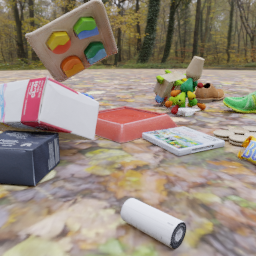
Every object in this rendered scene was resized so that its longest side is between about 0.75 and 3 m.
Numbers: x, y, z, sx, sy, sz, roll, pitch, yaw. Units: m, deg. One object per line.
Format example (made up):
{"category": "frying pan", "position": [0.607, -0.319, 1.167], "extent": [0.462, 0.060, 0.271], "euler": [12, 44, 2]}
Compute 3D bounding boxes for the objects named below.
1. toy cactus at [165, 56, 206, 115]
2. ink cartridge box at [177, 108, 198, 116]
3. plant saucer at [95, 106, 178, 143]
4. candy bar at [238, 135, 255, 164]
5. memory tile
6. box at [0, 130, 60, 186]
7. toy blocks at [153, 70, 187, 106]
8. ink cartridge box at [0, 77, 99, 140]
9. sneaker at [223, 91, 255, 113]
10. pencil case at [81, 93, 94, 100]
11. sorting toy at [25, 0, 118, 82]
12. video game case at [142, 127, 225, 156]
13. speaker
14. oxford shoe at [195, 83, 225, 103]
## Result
{"category": "toy cactus", "position": [2.767, -1.803, 12.172], "extent": [1.526, 2.462, 2.984], "euler": [28, 29, 24]}
{"category": "ink cartridge box", "position": [2.525, -0.707, 12.087], "extent": [0.941, 0.236, 0.757], "euler": [-5, 15, -37]}
{"category": "plant saucer", "position": [-0.149, -0.271, 9.847], "extent": [2.776, 0.509, 2.771], "euler": [-15, 21, -42]}
{"category": "candy bar", "position": [3.286, 0.769, 5.679], "extent": [0.307, 0.692, 2.774], "euler": [22, 6, -23]}
{"category": "memory tile", "position": [3.905, 0.366, 8.006], "extent": [1.901, 0.208, 2.480], "euler": [-7, 16, -26]}
{"category": "box", "position": [-2.329, 0.586, 6.013], "extent": [1.308, 0.781, 1.330], "euler": [2, 14, 8]}
{"category": "toy blocks", "position": [1.960, -1.874, 13.925], "extent": [1.184, 1.619, 2.369], "euler": [39, 36, 23]}
{"category": "ink cartridge box", "position": [-2.369, -0.394, 7.294], "extent": [2.621, 1.122, 1.934], "euler": [2, -12, 33]}
{"category": "sneaker", "position": [5.557, -1.220, 12.156], "extent": [2.724, 1.138, 1.009], "euler": [4, 16, 16]}
{"category": "pencil case", "position": [-2.300, -0.924, 11.430], "extent": [0.859, 0.956, 2.200], "euler": [-6, 8, 35]}
{"category": "sorting toy", "position": [-1.767, -2.825, 9.710], "extent": [2.678, 2.479, 0.488], "euler": [-27, 61, -3]}
{"category": "video game case", "position": [1.556, 0.336, 8.139], "extent": [1.631, 0.197, 1.790], "euler": [-8, 18, -27]}
{"category": "speaker", "position": [0.335, 1.335, 4.001], "extent": [0.934, 0.379, 0.379], "euler": [13, 20, 42]}
{"category": "oxford shoe", "position": [4.624, -2.019, 15.511], "extent": [1.017, 1.017, 2.852], "euler": [10, 16, 38]}
